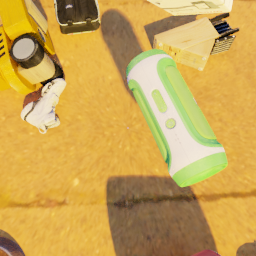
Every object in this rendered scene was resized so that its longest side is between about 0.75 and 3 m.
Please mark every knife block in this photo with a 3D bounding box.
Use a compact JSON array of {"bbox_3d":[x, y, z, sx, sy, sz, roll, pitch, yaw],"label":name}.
[{"bbox_3d":[2.329,-3.147,9.396,2.497,0.799,2.192,20,70,8],"label":"knife block"}]

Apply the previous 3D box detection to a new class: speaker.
[{"bbox_3d":[0.978,-0.276,6.126,1.292,1.292,2.921,-20,68,-7],"label":"speaker"}]

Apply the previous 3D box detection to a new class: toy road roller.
[{"bbox_3d":[-3.522,-2.437,8.642,2.160,1.818,2.959,-20,71,5],"label":"toy road roller"}]

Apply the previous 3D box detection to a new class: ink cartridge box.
[{"bbox_3d":[1.401,-3.218,6.290,1.542,2.119,0.890,10,103,29],"label":"ink cartridge box"}]

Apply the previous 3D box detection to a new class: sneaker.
[{"bbox_3d":[-2.328,-0.652,8.552,0.998,0.652,1.736,40,80,13],"label":"sneaker"}]

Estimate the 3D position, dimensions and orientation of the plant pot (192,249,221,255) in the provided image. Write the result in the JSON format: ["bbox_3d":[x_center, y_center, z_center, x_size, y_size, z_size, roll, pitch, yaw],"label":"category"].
[{"bbox_3d":[1.422,3.990,5.989,2.177,2.460,2.460,-27,71,-20],"label":"plant pot"}]

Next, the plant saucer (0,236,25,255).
[{"bbox_3d":[-3.562,3.804,7.025,2.039,0.351,2.039,0,69,-1],"label":"plant saucer"}]

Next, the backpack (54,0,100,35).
[{"bbox_3d":[-1.712,-4.047,9.439,1.484,1.258,1.672,-10,85,-6],"label":"backpack"}]
